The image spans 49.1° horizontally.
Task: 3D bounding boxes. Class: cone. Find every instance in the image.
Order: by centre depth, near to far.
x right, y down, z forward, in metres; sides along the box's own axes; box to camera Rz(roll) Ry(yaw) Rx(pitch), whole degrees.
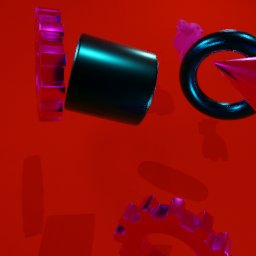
[{"bbox_3d":[1.654,-0.746,3.913,0.992,0.988,0.988,25,61,16],"label":"cone"}]

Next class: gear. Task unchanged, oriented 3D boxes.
[{"bbox_3d":[0.548,1.534,3.598,1.474,1.474,0.273,21,36,13],"label":"gear"},{"bbox_3d":[-1.527,-1.172,5.331,0.382,2.064,2.064,-2,57,-21],"label":"gear"}]

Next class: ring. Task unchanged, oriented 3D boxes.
[{"bbox_3d":[2.038,-1.026,5.829,2.001,2.001,0.400,22,43,13],"label":"ring"}]

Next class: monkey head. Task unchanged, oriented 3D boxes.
[{"bbox_3d":[1.553,-2.489,7.747,1.003,0.840,1.394,17,59,-35],"label":"monkey head"}]

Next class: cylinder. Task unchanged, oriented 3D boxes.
[{"bbox_3d":[-0.284,-0.715,4.301,1.172,1.172,1.172,13,57,-12],"label":"cylinder"}]
